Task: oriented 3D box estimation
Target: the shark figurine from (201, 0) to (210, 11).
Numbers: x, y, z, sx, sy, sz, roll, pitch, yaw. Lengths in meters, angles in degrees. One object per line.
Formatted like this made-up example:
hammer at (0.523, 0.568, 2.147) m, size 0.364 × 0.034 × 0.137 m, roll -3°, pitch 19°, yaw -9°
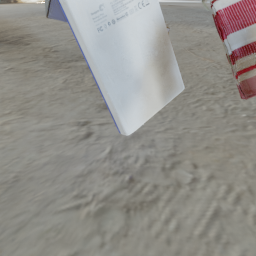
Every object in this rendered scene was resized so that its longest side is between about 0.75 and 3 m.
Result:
shark figurine at (1.830, -2.675, 5.640) m, size 0.999 × 0.698 × 1.672 m, roll -35°, pitch 13°, yaw -18°

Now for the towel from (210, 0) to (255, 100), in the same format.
towel at (2.360, -1.584, 4.902) m, size 1.352 × 1.876 × 0.213 m, roll -24°, pitch 13°, yaw 5°

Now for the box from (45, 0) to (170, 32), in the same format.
box at (-0.539, -2.689, 6.251) m, size 2.521 × 0.519 × 1.966 m, roll 8°, pitch 37°, yaw -24°

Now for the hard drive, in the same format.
hard drive at (0.037, -1.450, 4.975) m, size 1.762 × 2.670 × 0.339 m, roll -39°, pitch 31°, yaw -27°
